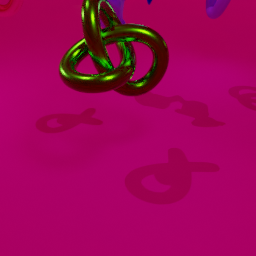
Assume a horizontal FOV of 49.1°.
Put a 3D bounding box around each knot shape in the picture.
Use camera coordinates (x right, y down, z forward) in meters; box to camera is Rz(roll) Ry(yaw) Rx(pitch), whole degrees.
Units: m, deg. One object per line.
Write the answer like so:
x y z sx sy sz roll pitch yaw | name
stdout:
-0.369 -1.305 5.094 1.927 2.059 0.951 -46 9 -27 | knot shape
2.851 -4.175 7.913 1.915 0.945 2.046 -31 46 17 | knot shape
-3.374 -3.689 6.692 1.833 1.715 0.847 7 -5 -12 | knot shape

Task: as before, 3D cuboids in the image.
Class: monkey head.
-0.408 -3.541 8.176 1.335 1.118 1.856 -24 62 -20 | monkey head

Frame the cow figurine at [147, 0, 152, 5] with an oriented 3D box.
0.385 -3.732 7.030 1.526 0.851 1.551 34 28 11 | cow figurine
